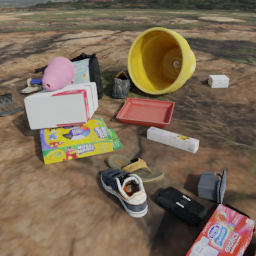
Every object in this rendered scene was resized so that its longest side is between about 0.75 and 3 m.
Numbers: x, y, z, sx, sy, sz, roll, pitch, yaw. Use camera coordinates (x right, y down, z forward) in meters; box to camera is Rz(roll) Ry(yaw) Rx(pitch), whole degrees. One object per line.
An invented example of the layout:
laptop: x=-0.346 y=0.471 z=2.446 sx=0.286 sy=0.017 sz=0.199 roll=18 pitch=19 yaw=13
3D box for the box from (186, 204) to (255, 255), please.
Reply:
box: x=1.672 y=2.232 z=5.142 sx=0.712 sy=0.682 sz=1.428 roll=23 pitch=54 yaw=35

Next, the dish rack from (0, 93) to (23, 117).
dish rack: x=-5.073 y=-0.937 z=11.547 sx=1.164 sy=0.414 sz=1.518 roll=-25 pitch=38 yaw=-36

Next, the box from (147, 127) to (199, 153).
box: x=1.455 y=0.375 z=9.217 sx=1.724 sy=0.357 sz=0.334 roll=16 pitch=32 yaw=28

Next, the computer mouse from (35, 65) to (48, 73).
computer mouse: x=-4.258 y=-3.272 z=15.848 sx=1.773 sy=0.408 sz=1.245 roll=5 pitch=27 yaw=25

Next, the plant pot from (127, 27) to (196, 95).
plant pot: x=1.856 y=-3.066 z=13.275 sx=2.879 sy=2.879 sz=2.708 roll=18 pitch=17 yaw=30

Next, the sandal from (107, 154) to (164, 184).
sandal: x=0.154 y=1.053 z=7.841 sx=1.797 sy=0.485 sz=0.722 roll=20 pitch=34 yaw=32

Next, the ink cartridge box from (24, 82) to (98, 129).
ink cartridge box: x=-2.185 y=-0.867 z=9.919 sx=1.884 sy=1.081 sz=2.594 roll=-6 pitch=15 yaw=4

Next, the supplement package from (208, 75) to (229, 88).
supplement package: x=4.532 y=-2.347 z=14.046 sx=0.819 sy=0.454 sz=0.638 roll=-1 pitch=29 yaw=-4

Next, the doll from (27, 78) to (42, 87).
doll: x=-3.972 y=-2.305 z=13.951 sx=1.835 sy=0.445 sz=1.252 roll=-1 pitch=18 yaw=-4

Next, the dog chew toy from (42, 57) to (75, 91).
dog chew toy: x=-2.387 y=-1.755 z=9.419 sx=0.947 sy=0.947 sz=1.521 roll=5 pitch=37 yaw=9

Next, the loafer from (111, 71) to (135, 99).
loafer: x=-0.196 y=-2.255 z=13.389 sx=0.928 sy=0.922 sz=2.549 roll=3 pitch=28 yaw=7

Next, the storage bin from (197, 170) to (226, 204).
storage bin: x=2.127 y=1.426 z=7.120 sx=0.589 sy=0.638 sz=0.877 roll=2 pitch=27 yaw=25

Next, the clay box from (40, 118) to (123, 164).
clay box: x=-1.519 y=0.336 z=9.018 sx=2.445 sy=0.582 sz=1.405 roll=-11 pitch=32 yaw=-16

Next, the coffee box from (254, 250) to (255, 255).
coffee box: x=2.675 y=2.559 z=5.009 sx=0.832 sy=0.580 sz=1.454 roll=16 pitch=33 yaw=26

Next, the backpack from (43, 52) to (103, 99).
backpack: x=-2.381 y=-1.981 z=11.977 sx=2.450 sy=2.045 sz=1.551 roll=-7 pitch=33 yaw=-1

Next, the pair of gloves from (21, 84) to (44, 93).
pair of gloves: x=-4.143 y=-1.788 z=13.263 sx=1.410 sy=0.247 sz=1.199 roll=7 pitch=26 yaw=9

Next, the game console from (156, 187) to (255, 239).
game console: x=1.670 y=1.975 z=6.421 sx=1.281 sy=0.262 sz=2.172 roll=-26 pitch=39 yaw=-38

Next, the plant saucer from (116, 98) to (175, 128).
plant saucer: x=0.735 y=-0.577 z=10.942 sx=1.965 sy=0.361 sz=1.961 roll=8 pitch=30 yaw=12

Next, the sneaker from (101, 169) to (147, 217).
sneaker: x=-0.108 y=1.380 z=7.039 sx=0.712 sy=0.721 sz=1.817 roll=-19 pitch=33 yaw=-28
